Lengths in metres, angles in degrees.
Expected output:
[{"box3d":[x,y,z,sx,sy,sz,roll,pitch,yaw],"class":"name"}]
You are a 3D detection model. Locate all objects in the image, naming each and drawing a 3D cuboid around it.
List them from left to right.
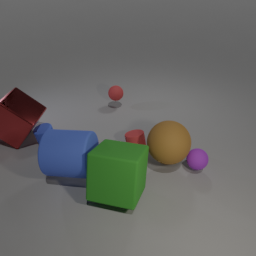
[{"box3d":[-4.159,-0.376,10.445,1.400,1.400,1.400,35,28,-15],"class":"cube"},{"box3d":[-3.075,0.285,10.446,0.700,0.700,0.700,-9,36,6],"class":"cylinder"},{"box3d":[-1.721,0.759,8.348,1.400,1.400,1.400,2,31,11],"class":"cylinder"},{"box3d":[-0.556,-1.592,12.809,0.700,0.700,0.700,0,31,0],"class":"ball"},{"box3d":[-0.274,1.250,7.957,1.400,1.400,1.400,8,16,14],"class":"cube"},{"box3d":[0.281,0.497,10.044,0.700,0.700,0.700,-10,20,4],"class":"cylinder"},{"box3d":[1.301,0.459,8.919,1.400,1.400,1.400,0,31,0],"class":"ball"},{"box3d":[2.248,1.010,9.076,0.700,0.700,0.700,0,31,0],"class":"ball"}]
